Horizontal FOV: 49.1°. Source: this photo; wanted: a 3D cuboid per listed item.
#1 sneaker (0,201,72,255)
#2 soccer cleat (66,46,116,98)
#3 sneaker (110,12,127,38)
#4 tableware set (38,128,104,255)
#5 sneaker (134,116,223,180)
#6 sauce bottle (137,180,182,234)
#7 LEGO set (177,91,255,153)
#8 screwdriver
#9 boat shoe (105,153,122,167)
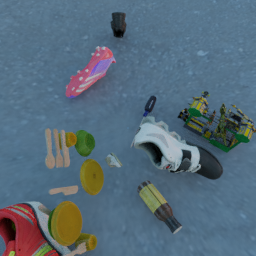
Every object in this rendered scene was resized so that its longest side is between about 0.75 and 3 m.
[{"bbox_3d":[-1.948,2.728,5.624,1.227,1.113,2.890,8,27,-51],"label":"sneaker"},{"bbox_3d":[-1.196,-1.737,9.247,0.715,0.820,2.144,20,71,47],"label":"soccer cleat"},{"bbox_3d":[-0.364,-3.655,10.348,0.629,1.657,0.752,0,91,2],"label":"sneaker"},{"bbox_3d":[-1.191,1.371,6.295,0.429,1.883,2.795,-15,79,30],"label":"tableware set"},{"bbox_3d":[1.193,0.786,6.995,2.417,0.896,1.070,31,49,2],"label":"sneaker"},{"bbox_3d":[0.743,1.877,6.667,0.439,0.439,1.355,-27,56,-18],"label":"sauce bottle"},{"bbox_3d":[2.552,-0.342,7.763,2.046,1.574,1.186,27,67,15],"label":"LEGO set"},{"bbox_3d":[0.418,-0.225,8.357,0.253,0.264,1.815,0,54,50],"label":"screwdriver"},{"bbox_3d":[-0.373,0.863,7.091,0.293,0.856,0.320,-36,101,-9],"label":"boat shoe"}]
